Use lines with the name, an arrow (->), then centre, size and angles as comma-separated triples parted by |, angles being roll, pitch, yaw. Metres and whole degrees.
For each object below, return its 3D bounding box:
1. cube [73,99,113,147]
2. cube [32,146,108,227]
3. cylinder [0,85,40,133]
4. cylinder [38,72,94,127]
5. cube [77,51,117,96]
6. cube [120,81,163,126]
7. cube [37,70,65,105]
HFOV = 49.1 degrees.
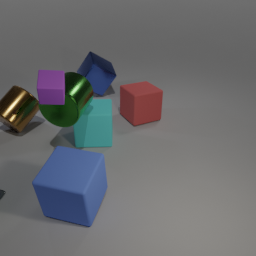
cube -> -1.318, -0.206, 10.837 | 1.400, 1.400, 1.400 | -1, 30, -2
cube -> -1.464, 1.531, 7.523 | 1.400, 1.400, 1.400 | 9, 40, 13
cylinder -> -4.495, -0.755, 11.324 | 1.400, 1.400, 1.400 | 20, 66, 31
cylinder -> -2.023, -0.961, 9.328 | 1.400, 1.400, 1.400 | 7, 35, 11
cube -> -1.651, -2.815, 14.526 | 1.400, 1.400, 1.400 | 22, 31, -33
cube -> 0.557, -1.123, 12.388 | 1.400, 1.400, 1.400 | -13, 31, -24
cube -> -2.153, -1.142, 7.897 | 0.700, 0.700, 0.700 | 0, 56, -11
